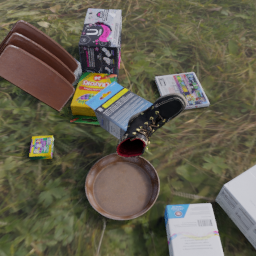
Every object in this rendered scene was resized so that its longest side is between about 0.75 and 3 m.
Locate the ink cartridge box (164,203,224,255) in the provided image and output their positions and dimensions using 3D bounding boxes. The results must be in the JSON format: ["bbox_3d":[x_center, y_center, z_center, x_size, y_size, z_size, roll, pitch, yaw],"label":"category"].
[{"bbox_3d":[1.802,3.147,7.800,1.337,0.783,1.850,-2,50,-1],"label":"ink cartridge box"}]

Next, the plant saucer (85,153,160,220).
[{"bbox_3d":[-0.177,1.869,9.058,2.369,0.408,2.369,0,53,0],"label":"plant saucer"}]

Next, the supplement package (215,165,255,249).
[{"bbox_3d":[3.932,2.333,8.220,1.567,1.116,2.012,-25,57,-18],"label":"supplement package"}]

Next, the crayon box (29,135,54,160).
[{"bbox_3d":[-3.088,0.699,10.066,0.754,0.255,0.874,-3,52,-4],"label":"crayon box"}]

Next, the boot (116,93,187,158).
[{"bbox_3d":[0.577,-0.047,7.386,1.999,0.731,1.505,-24,22,35],"label":"boot"}]

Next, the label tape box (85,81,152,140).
[{"bbox_3d":[-0.159,-0.501,9.424,2.121,0.671,1.530,34,56,23],"label":"label tape box"}]

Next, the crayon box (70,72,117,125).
[{"bbox_3d":[-1.361,-1.236,11.366,1.531,0.612,2.411,5,52,4],"label":"crayon box"}]

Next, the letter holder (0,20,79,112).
[{"bbox_3d":[-2.348,-1.680,7.550,1.464,2.059,1.036,-50,37,7],"label":"letter holder"}]

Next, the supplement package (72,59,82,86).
[{"bbox_3d":[-2.955,-2.211,11.888,1.781,0.976,1.013,-38,61,-25],"label":"supplement package"}]

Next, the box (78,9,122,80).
[{"bbox_3d":[-1.166,-3.791,12.546,1.639,1.887,2.856,2,52,0],"label":"box"}]

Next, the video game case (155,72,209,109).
[{"bbox_3d":[2.241,-1.569,11.876,1.808,0.228,1.985,-8,51,-6],"label":"video game case"}]
